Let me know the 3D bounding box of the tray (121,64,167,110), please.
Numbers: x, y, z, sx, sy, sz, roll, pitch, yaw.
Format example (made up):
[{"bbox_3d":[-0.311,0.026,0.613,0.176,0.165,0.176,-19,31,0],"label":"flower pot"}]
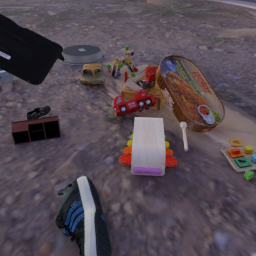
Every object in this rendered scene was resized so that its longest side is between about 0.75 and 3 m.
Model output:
[{"bbox_3d":[0.967,-1.626,10.425,1.413,0.530,2.864,13,34,19],"label":"tray"}]

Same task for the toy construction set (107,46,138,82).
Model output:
[{"bbox_3d":[-0.148,-2.696,11.523,1.255,1.157,1.505,-7,33,-11],"label":"toy construction set"}]

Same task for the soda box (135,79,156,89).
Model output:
[{"bbox_3d":[0.568,-1.490,9.475,0.777,0.275,0.246,-23,41,-31],"label":"soda box"}]

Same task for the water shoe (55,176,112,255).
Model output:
[{"bbox_3d":[-0.852,1.761,5.043,0.811,0.735,2.056,-26,31,1],"label":"water shoe"}]

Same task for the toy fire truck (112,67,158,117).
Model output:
[{"bbox_3d":[0.287,-1.172,8.962,1.801,0.439,1.270,-17,71,-8],"label":"toy fire truck"}]

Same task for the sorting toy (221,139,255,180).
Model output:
[{"bbox_3d":[2.933,0.699,6.981,0.960,0.232,1.706,-5,32,-8],"label":"sorting toy"}]

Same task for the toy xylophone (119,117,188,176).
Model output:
[{"bbox_3d":[0.724,0.353,7.228,1.608,0.552,2.197,6,33,10],"label":"toy xylophone"}]

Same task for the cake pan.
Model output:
[{"bbox_3d":[-2.263,-3.615,13.696,2.196,0.403,2.196,0,32,0],"label":"cake pan"}]

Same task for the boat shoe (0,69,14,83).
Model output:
[{"bbox_3d":[-5.436,-2.099,11.058,1.679,0.620,0.574,-16,39,-24],"label":"boat shoe"}]

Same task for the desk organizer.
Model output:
[{"bbox_3d":[-2.540,0.059,7.800,1.287,0.462,0.495,-9,36,-14],"label":"desk organizer"}]

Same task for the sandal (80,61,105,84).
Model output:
[{"bbox_3d":[-1.450,-2.405,11.525,0.968,0.651,2.410,-2,32,-3],"label":"sandal"}]

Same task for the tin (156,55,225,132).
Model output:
[{"bbox_3d":[1.849,-1.073,8.499,1.509,0.564,2.695,-14,64,-21],"label":"tin"}]

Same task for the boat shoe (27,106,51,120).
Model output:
[{"bbox_3d":[-2.797,-0.498,8.851,0.338,0.290,0.925,19,35,28],"label":"boat shoe"}]

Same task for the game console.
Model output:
[{"bbox_3d":[-2.605,-1.776,6.378,2.012,1.171,1.769,26,58,-10],"label":"game console"}]
